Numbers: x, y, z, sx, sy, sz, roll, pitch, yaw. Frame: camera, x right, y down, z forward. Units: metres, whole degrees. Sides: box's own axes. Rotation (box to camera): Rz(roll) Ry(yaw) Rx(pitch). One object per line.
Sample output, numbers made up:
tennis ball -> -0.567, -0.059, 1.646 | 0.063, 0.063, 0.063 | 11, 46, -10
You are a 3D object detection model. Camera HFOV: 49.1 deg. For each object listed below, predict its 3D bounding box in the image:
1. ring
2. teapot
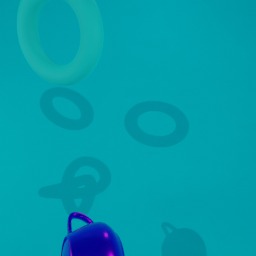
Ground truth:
ring -> -1.115, -1.510, 4.448 | 1.685, 1.685, 0.337 | 39, 33, 14
teapot -> -0.513, 1.745, 3.392 | 0.824, 1.047, 1.683 | 5, 37, -22
